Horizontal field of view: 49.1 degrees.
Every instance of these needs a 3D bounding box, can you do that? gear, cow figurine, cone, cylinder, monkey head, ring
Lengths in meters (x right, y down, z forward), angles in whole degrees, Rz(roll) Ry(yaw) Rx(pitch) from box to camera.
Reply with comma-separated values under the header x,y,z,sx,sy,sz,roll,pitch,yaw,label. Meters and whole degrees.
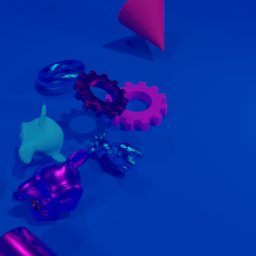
x,y,z,sx,sy,sz,roll,pitch,yaw,label
-0.589,-0.754,6.255,1.248,0.231,1.248,21,43,-21,gear
-0.301,0.488,6.054,1.058,1.075,0.590,40,62,-6,cow figurine
0.750,-3.108,8.799,1.610,1.610,1.616,-22,79,-19,cone
-1.651,2.210,4.423,0.915,0.915,0.915,29,54,23,cylinder
-1.503,1.032,5.213,1.772,1.275,1.068,-33,44,3,monkey head
0.211,-0.604,7.424,1.603,0.296,1.603,0,48,0,gear
-1.802,0.287,5.859,0.855,1.419,1.021,-14,26,0,monkey head
-1.926,-1.594,8.102,1.468,0.294,1.468,-9,34,6,ring
